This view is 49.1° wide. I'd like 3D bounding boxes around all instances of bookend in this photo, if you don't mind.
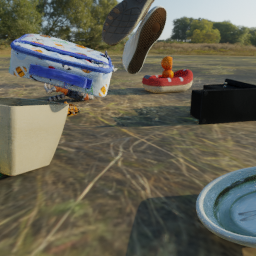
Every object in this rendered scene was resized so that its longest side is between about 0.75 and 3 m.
[{"bbox_3d":[3.049,-1.008,9.702,2.305,1.068,2.319,-4,18,-12],"label":"bookend"}]

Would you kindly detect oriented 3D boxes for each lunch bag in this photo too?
[{"bbox_3d":[-1.240,-1.277,5.639,2.023,0.764,1.621,12,22,-10],"label":"lunch bag"}]

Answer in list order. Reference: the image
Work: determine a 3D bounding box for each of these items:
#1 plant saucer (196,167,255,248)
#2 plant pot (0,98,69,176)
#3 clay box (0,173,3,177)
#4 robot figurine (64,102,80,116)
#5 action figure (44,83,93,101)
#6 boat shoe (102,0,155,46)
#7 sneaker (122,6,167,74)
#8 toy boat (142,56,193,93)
[{"bbox_3d":[1.849,1.088,3.749,1.788,0.449,1.788,-17,13,4],"label":"plant saucer"},{"bbox_3d":[-2.226,0.118,5.557,1.489,1.319,1.488,8,10,26],"label":"plant pot"},{"bbox_3d":[-3.380,0.925,4.319,1.563,0.647,2.720,5,19,13],"label":"clay box"},{"bbox_3d":[-2.164,-0.675,9.906,0.766,0.307,1.056,-15,23,-35],"label":"robot figurine"},{"bbox_3d":[-2.436,-1.508,11.997,2.020,1.092,2.088,5,-7,-8],"label":"action figure"},{"bbox_3d":[0.202,-3.747,9.085,0.988,2.653,0.973,44,15,10],"label":"boat shoe"},{"bbox_3d":[0.428,-3.313,10.193,0.929,2.551,1.080,13,30,-36],"label":"sneaker"},{"bbox_3d":[2.003,-2.712,13.989,2.587,1.691,1.688,-8,19,-22],"label":"toy boat"}]
